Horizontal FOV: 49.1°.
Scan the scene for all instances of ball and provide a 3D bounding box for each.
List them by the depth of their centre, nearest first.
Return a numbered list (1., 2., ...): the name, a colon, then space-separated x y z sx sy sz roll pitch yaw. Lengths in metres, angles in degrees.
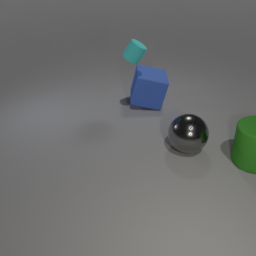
1. ball: 2.109 0.201 9.808 1.400 1.400 1.400 0 32 0

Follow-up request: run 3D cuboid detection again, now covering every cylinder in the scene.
1. cylinder: 4.212 0.527 9.195 1.400 1.400 1.400 -2 33 2
2. cylinder: 0.258 -2.954 10.848 0.700 0.700 0.700 26 30 -16

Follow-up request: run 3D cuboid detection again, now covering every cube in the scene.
1. cube: 0.935 -1.854 12.710 1.400 1.400 1.400 10 36 -7
